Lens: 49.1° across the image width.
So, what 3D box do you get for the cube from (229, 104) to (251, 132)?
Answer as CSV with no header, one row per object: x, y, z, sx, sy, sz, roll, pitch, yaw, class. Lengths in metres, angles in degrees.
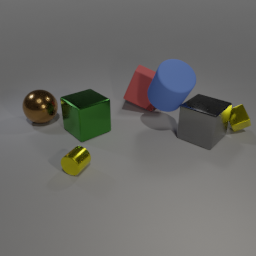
4.233,-0.370,10.770,0.700,0.700,0.700,-24,62,18,cube

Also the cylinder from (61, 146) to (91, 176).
-1.643,1.029,8.865,0.700,0.700,0.700,13,31,22,cylinder

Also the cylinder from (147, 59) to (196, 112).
1.544,-1.510,10.129,1.400,1.400,1.400,5,64,-10,cylinder

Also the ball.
-3.596,-0.880,11.506,1.400,1.400,1.400,0,30,0,ball

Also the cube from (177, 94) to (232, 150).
2.830,-0.272,10.443,1.400,1.400,1.400,23,37,34,cube

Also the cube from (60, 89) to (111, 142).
-1.624,-0.532,10.891,1.400,1.400,1.400,-22,37,-33,cube

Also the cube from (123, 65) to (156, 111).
0.778,-1.821,12.599,1.400,1.400,1.400,25,24,-1,cube
